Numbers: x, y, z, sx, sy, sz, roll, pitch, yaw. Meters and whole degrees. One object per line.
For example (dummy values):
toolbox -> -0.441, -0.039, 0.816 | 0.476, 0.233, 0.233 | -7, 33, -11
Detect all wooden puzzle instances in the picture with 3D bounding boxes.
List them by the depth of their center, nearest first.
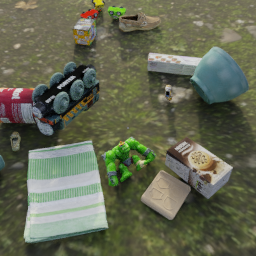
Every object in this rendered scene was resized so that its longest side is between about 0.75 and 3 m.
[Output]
wooden puzzle -> 1.111, 1.958, 8.193 | 1.067, 0.267, 1.152 | 28, 61, 22

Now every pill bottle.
pill bottle -> -3.500, -0.775, 9.798 | 2.151, 1.215, 1.215 | 1, 51, -1

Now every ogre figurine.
ogre figurine -> -0.066, 0.963, 8.675 | 1.746, 0.857, 1.047 | -36, 76, -8

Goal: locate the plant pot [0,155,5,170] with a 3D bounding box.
plant pot -> -4.595, 1.122, 8.155 | 1.545, 1.545, 1.514 | 33, 50, 24

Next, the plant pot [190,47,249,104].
plant pot -> 3.178, -1.738, 10.292 | 1.357, 2.025, 2.025 | -37, 55, 5

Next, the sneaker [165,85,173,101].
sneaker -> 1.491, -1.234, 10.446 | 0.282, 0.753, 0.339 | 5, 52, 21

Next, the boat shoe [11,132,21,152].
boat shoe -> -3.809, 0.414, 9.439 | 0.293, 0.253, 0.804 | -8, 51, -7

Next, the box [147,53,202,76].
box -> 2.229, -2.622, 11.722 | 2.834, 0.587, 0.548 | 7, 51, 7

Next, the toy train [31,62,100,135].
toy train -> -1.911, -0.958, 9.027 | 1.191, 1.593, 2.795 | 21, 47, 20

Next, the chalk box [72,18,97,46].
chalk box -> -1.979, -4.616, 13.217 | 0.794, 0.790, 1.277 | 11, 51, 11

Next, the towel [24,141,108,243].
towel -> -1.902, 1.729, 8.259 | 2.212, 0.339, 2.899 | -9, 52, -7

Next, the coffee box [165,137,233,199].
coffee box -> 2.032, 1.116, 8.259 | 0.955, 0.674, 1.690 | -30, 50, -30

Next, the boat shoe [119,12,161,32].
boat shoe -> 0.624, -5.283, 13.811 | 2.138, 0.690, 0.762 | -13, 52, -10

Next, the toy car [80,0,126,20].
toy car -> -1.159, -6.016, 14.545 | 2.123, 0.503, 2.256 | 11, 52, 8
